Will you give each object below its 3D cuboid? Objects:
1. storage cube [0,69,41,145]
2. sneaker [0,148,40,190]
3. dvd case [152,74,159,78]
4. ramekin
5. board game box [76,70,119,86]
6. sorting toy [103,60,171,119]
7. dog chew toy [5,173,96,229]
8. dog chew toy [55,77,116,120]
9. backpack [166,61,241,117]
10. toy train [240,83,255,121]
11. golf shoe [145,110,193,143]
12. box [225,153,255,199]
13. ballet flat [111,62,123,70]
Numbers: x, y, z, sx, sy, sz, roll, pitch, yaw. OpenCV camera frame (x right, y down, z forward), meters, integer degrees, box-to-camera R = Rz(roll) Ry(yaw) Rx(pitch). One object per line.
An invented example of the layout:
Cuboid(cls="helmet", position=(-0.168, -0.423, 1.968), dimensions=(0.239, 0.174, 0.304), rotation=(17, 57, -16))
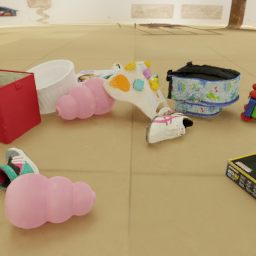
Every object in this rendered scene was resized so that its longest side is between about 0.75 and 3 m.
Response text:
Cuboid(cls="storage cube", position=(-4.721, -0.882, 10.424), dimensions=(1.996, 2.099, 2.335), rotation=(8, 27, 17))
Cuboid(cls="sneaker", position=(-3.361, 1.164, 7.873), dimensions=(1.081, 0.749, 1.791), rotation=(-12, 29, -44))
Cuboid(cls="dvd case", position=(0.717, -3.073, 16.996), dimensions=(1.900, 0.209, 1.387), rotation=(-20, 33, -36))
Cuboid(cls="ramekin", position=(-3.493, -1.820, 12.459), dimensions=(2.727, 1.330, 2.727), rotation=(-11, 37, 9))
Cuboid(cls="board game box", position=(-1.952, -2.322, 14.430), dimensions=(2.645, 0.544, 2.638), rotation=(4, 31, 26))
Cuboid(cls="sorting toy", position=(0.802, -1.452, 11.778), dimensions=(2.481, 1.472, 2.756), rotation=(54, 33, 6))
Cuboid(cls="dog chew toy", position=(-1.727, 1.648, 6.443), dimensions=(1.955, 1.217, 1.217), rotation=(2, 25, -14))
Cuboid(cls="dog chew toy", position=(-1.775, -1.122, 11.617), dimensions=(2.560, 1.594, 1.594), rotation=(-26, 35, -30))
Cuboid(cls="backpack", position=(3.320, -1.634, 12.002), dimensions=(2.722, 2.001, 2.491), rotation=(12, 28, 35))
Cuboid(cls="toy train", position=(6.029, -1.105, 12.029), dimensions=(1.719, 1.258, 2.971), rotation=(23, 33, 19))
Cuboid(cls="golf shoe", position=(1.507, -0.041, 10.121), dimensions=(1.077, 0.849, 2.339), rotation=(19, 32, 32))
Cuboid(cls="box", position=(4.091, 1.444, 7.459), dimensions=(1.824, 0.564, 2.285), rotation=(-8, 27, -20))
Cuboid(cls="ballet flat", position=(-0.731, -3.493, 17.149), dimensions=(0.867, 0.867, 2.417), rotation=(1, 25, 2))
